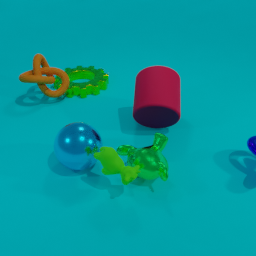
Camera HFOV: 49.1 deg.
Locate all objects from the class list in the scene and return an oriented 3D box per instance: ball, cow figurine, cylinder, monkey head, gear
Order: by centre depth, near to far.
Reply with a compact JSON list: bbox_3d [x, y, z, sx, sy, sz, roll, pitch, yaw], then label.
[{"bbox_3d":[-0.216,0.765,5.823,0.873,0.888,0.487,-5,30,46],"label":"cow figurine"},{"bbox_3d":[0.488,0.631,6.411,1.449,1.042,0.873,27,17,32],"label":"monkey head"},{"bbox_3d":[-1.183,0.430,6.693,1.153,1.153,1.153,0,36,0],"label":"ball"},{"bbox_3d":[0.823,-0.849,7.922,1.305,1.305,1.305,3,63,4],"label":"cylinder"},{"bbox_3d":[-1.732,-1.758,10.414,1.993,0.369,1.993,0,36,0],"label":"gear"}]

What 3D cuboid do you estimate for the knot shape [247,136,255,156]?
[{"bbox_3d":[3.438,0.529,6.291,1.298,0.641,1.387,-24,33,34],"label":"knot shape"}]

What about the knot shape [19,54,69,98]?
[{"bbox_3d":[-2.647,-1.639,9.212,1.460,0.721,1.561,33,38,-13],"label":"knot shape"}]
